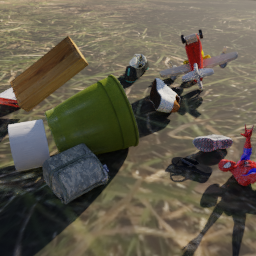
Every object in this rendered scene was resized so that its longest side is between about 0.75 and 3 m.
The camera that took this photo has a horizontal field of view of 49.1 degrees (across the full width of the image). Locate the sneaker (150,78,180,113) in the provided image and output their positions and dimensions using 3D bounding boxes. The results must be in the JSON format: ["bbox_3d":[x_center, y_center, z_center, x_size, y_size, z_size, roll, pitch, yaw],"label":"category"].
[{"bbox_3d":[1.447,-1.208,10.978,0.978,0.841,2.311,13,31,-13],"label":"sneaker"}]

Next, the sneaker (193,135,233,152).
[{"bbox_3d":[2.510,0.434,8.525,1.223,0.457,0.502,2,18,-13],"label":"sneaker"}]

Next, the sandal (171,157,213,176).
[{"bbox_3d":[1.759,0.980,7.691,1.135,0.243,0.432,14,34,22],"label":"sandal"}]

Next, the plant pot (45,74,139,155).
[{"bbox_3d":[-1.117,-0.124,8.003,2.141,2.224,2.224,-21,35,-12],"label":"plant pot"}]

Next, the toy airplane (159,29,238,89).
[{"bbox_3d":[3.208,-2.896,12.925,2.732,1.928,2.720,37,84,33],"label":"toy airplane"}]

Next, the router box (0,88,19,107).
[{"bbox_3d":[-4.419,-1.323,11.426,1.191,0.324,1.327,10,33,16],"label":"router box"}]

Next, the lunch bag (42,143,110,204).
[{"bbox_3d":[-1.255,1.150,6.841,1.323,0.922,1.110,-24,55,-33],"label":"lunch bag"}]

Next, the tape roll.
[{"bbox_3d":[-2.630,0.463,7.545,0.887,1.292,1.292,-10,33,-18],"label":"tape roll"}]

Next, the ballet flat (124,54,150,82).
[{"bbox_3d":[0.517,-3.108,13.826,0.909,0.915,2.674,6,31,15],"label":"ballet flat"}]

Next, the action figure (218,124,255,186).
[{"bbox_3d":[3.805,0.826,6.890,2.964,1.467,0.967,4,31,12],"label":"action figure"}]

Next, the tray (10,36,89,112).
[{"bbox_3d":[-2.951,-1.998,10.295,2.856,0.529,1.409,-36,58,5],"label":"tray"}]
